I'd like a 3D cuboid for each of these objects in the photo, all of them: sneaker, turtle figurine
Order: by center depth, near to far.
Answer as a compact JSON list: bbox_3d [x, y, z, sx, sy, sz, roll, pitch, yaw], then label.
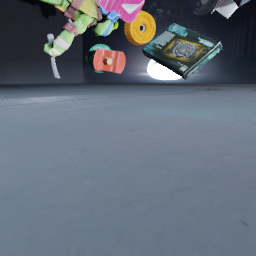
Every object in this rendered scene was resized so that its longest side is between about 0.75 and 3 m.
[{"bbox_3d":[-1.572,-2.225,5.347,2.332,1.678,2.261,6,-21,49],"label":"turtle figurine"},{"bbox_3d":[-0.586,-3.269,6.704,1.089,1.004,2.469,40,21,16],"label":"sneaker"}]

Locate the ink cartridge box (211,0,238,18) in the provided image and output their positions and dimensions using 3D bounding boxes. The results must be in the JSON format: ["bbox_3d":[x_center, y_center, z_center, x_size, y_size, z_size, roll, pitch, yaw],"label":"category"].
[{"bbox_3d":[3.219,-3.979,8.465,0.515,0.880,1.518,39,61,8],"label":"ink cartridge box"}]

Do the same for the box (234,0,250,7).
[{"bbox_3d":[3.313,-3.951,7.046,1.348,0.702,1.227,-30,-8,8],"label":"box"}]

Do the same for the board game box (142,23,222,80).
[{"bbox_3d":[2.007,-3.073,10.944,1.832,0.381,2.709,-40,47,-4],"label":"board game box"}]

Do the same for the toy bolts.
[{"bbox_3d":[-0.554,-3.037,9.441,2.334,2.444,1.695,7,14,-31],"label":"toy bolts"}]
